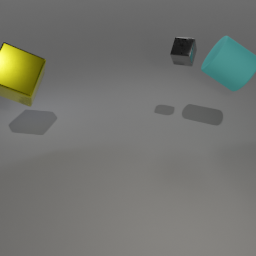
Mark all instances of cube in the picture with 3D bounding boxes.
[{"bbox_3d":[-3.702,-1.732,9.431,1.400,1.400,1.400,21,-15,-15],"label":"cube"},{"bbox_3d":[1.947,-2.652,9.765,0.700,0.700,0.700,13,78,22],"label":"cube"}]

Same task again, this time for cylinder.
[{"bbox_3d":[3.527,-2.220,9.739,1.400,1.400,1.400,32,33,-5],"label":"cylinder"}]
